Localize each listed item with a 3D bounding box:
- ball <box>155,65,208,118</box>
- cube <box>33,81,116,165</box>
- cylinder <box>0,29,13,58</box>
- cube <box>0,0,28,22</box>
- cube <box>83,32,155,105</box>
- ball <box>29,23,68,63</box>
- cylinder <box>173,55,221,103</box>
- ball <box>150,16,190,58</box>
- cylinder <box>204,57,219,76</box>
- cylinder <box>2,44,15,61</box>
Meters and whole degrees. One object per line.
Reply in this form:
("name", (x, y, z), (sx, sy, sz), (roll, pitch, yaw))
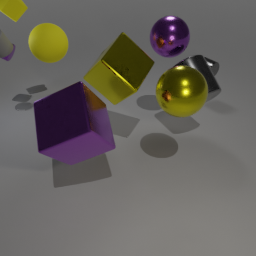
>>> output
("ball", (1.446, -0.983, 7.593), (1.400, 1.400, 1.400), (0, 33, 0))
("cube", (-1.327, -0.053, 7.051), (1.400, 1.400, 1.400), (-22, 64, 14))
("cylinder", (-4.409, -2.882, 9.533), (0.700, 0.700, 0.700), (-6, 59, 11))
("cube", (-4.226, -4.450, 10.146), (0.700, 0.700, 0.700), (-45, 59, 10))
("cube", (-0.295, -1.837, 8.916), (1.400, 1.400, 1.400), (-24, 31, 56))
("ball", (-2.904, -3.104, 10.271), (1.400, 1.400, 1.400), (0, 33, 0))
("cylinder", (2.279, -1.563, 9.708), (1.400, 1.400, 1.400), (-18, 77, -26))
("ball", (1.454, -3.171, 9.772), (1.400, 1.400, 1.400), (0, 33, 0))
("cylinder", (3.402, -2.590, 11.957), (0.700, 0.700, 0.700), (-22, 43, -30))
("cylinder", (-4.829, -3.044, 10.804), (0.700, 0.700, 0.700), (24, 31, -12))
